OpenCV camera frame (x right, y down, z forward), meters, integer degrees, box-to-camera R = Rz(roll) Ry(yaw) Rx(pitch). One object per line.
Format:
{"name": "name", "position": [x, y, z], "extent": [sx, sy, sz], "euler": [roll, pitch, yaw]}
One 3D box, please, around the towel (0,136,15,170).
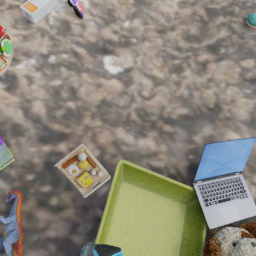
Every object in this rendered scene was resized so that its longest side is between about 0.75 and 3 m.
{"name": "towel", "position": [-4.688, 0.509, 8.450], "extent": [1.592, 0.252, 2.217], "euler": [-36, 84, -16]}

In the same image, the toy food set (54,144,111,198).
{"name": "toy food set", "position": [-1.029, 0.996, 6.454], "extent": [0.796, 0.335, 1.109], "euler": [-38, 110, -5]}

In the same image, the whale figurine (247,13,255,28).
{"name": "whale figurine", "position": [4.917, -4.207, 10.644], "extent": [0.676, 0.441, 0.850], "euler": [41, 72, 16]}

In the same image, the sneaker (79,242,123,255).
{"name": "sneaker", "position": [-0.534, 2.676, 4.465], "extent": [0.744, 0.665, 1.817], "euler": [-4, 39, 12]}

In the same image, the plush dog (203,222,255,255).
{"name": "plush dog", "position": [3.011, 3.414, 6.890], "extent": [2.469, 1.981, 2.121], "euler": [-9, 47, -31]}

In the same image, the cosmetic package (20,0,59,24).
{"name": "cosmetic package", "position": [-3.404, -4.746, 10.860], "extent": [0.677, 0.476, 1.335], "euler": [36, 71, 14]}

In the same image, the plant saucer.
{"name": "plant saucer", "position": [0.565, 2.653, 7.089], "extent": [2.883, 0.690, 2.879], "euler": [24, 62, -15]}

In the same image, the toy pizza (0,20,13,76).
{"name": "toy pizza", "position": [-3.793, -2.271, 7.877], "extent": [0.273, 1.722, 1.722], "euler": [8, 66, 18]}

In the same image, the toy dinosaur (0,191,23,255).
{"name": "toy dinosaur", "position": [-3.193, 2.706, 7.708], "extent": [1.950, 1.024, 1.769], "euler": [40, 54, -22]}

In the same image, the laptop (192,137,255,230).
{"name": "laptop", "position": [2.829, 1.444, 7.522], "extent": [1.851, 1.145, 1.976], "euler": [-5, 65, -25]}

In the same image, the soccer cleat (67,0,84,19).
{"name": "soccer cleat", "position": [-1.955, -4.742, 10.920], "extent": [0.431, 0.402, 1.178], "euler": [-27, 68, -17]}
